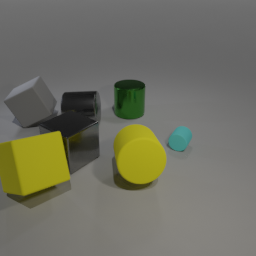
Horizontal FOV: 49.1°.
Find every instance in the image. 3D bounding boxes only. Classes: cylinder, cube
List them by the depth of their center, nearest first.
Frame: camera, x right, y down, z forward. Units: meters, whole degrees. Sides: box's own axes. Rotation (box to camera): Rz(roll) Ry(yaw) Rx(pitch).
[{"bbox_3d":[-2.678,0.953,7.804,1.400,1.400,1.400,-13,3,-43],"label":"cube"},{"bbox_3d":[0.306,0.736,8.358,1.400,1.400,1.400,-3,17,-6],"label":"cylinder"},{"bbox_3d":[-1.935,0.429,9.435,1.400,1.400,1.400,22,35,32],"label":"cube"},{"bbox_3d":[1.922,0.385,10.267,0.700,0.700,0.700,14,32,24],"label":"cylinder"},{"bbox_3d":[-1.922,-0.827,11.686,1.400,1.400,1.400,-2,28,5],"label":"cylinder"},{"bbox_3d":[-4.063,-1.118,11.862,1.400,1.400,1.400,-24,28,9],"label":"cube"},{"bbox_3d":[0.072,-1.314,12.669,1.400,1.400,1.400,0,29,0],"label":"cylinder"}]
